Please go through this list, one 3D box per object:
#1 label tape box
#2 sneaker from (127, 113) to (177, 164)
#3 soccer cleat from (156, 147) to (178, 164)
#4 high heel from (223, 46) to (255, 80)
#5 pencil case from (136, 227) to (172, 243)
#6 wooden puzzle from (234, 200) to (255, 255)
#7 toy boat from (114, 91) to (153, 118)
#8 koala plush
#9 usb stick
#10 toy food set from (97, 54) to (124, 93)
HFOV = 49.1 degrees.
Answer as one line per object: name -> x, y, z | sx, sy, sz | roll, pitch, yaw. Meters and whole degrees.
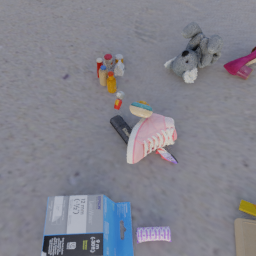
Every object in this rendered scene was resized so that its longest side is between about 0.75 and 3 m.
label tape box -> -1.112, 2.875, 8.082 | 2.464, 0.815, 1.765 | -3, 53, 0
sneaker -> 0.909, 0.330, 9.563 | 1.353, 0.974, 2.588 | 12, 36, 18
soccer cleat -> 1.371, 1.012, 9.841 | 0.878, 0.299, 0.321 | 40, 83, 24
high heel -> 5.322, -3.294, 12.644 | 1.187, 0.832, 2.468 | 32, 62, 10
pencil case -> 0.741, 3.115, 8.151 | 1.029, 0.432, 0.440 | -3, 85, 0
wooden puzzle -> 3.888, 3.367, 8.071 | 1.624, 0.282, 2.408 | 10, 53, 13
toy boat -> 0.212, -0.791, 9.613 | 1.372, 1.153, 0.637 | 17, 94, 0
koala plush -> 2.786, -3.005, 12.177 | 2.113, 1.941, 1.873 | -45, 62, -5
usb stick -> -0.008, 0.264, 10.326 | 0.536, 0.315, 1.932 | -24, 57, -24
toy food set -> -0.769, -2.660, 12.106 | 1.062, 1.001, 2.224 | 10, 54, 8
